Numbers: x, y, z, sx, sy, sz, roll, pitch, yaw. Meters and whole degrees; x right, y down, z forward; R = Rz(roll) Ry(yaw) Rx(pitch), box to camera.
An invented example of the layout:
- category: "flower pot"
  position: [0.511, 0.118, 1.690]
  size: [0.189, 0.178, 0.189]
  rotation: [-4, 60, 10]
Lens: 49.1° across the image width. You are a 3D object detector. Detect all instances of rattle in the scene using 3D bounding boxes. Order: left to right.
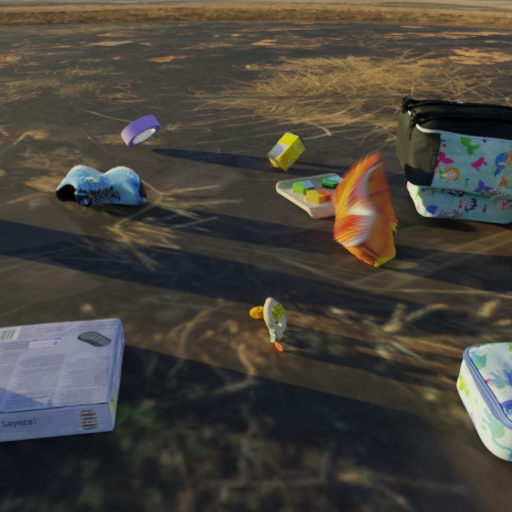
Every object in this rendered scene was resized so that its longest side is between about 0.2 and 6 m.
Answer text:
- category: "rattle"
  position: [0.115, 0.965, 7.477]
  size: [0.530, 0.483, 0.742]
  rotation: [-8, 55, 14]

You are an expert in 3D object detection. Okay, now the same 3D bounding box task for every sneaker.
- category: "sneaker"
  position: [-3.115, -1.226, 11.200]
  size: [2.108, 0.826, 0.948]
  rotation: [5, 39, 28]
- category: "sneaker"
  position: [1.968, -0.810, 9.909]
  size: [1.046, 0.990, 2.712]
  rotation: [38, 40, -20]

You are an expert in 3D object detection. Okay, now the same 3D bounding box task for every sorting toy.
- category: "sorting toy"
  position: [1.457, -1.337, 11.687]
  size: [1.590, 0.313, 1.718]
  rotation: [-11, 30, -20]

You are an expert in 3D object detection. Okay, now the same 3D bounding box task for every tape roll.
- category: "tape roll"
  position: [-2.984, -3.231, 14.512]
  size: [0.990, 0.325, 0.990]
  rotation: [-32, 1, 1]

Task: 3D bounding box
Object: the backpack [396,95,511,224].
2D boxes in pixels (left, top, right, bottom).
- category: "backpack"
  position: [4.268, -1.872, 10.651]
  size: [2.936, 2.210, 2.606]
  rotation: [-1, 26, 5]

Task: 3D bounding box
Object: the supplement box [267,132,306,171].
- category: "supplement box"
  position: [0.732, -2.492, 13.330]
  size: [0.803, 0.440, 0.437]
  rotation: [-49, 45, -12]

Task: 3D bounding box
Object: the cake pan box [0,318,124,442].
- category: "cake pan box"
  position: [-2.475, 1.384, 6.464]
  size: [1.764, 0.461, 1.625]
  rotation: [-4, 26, -8]

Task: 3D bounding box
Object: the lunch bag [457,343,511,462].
- category: "lunch bag"
  position: [3.163, 1.522, 5.966]
  size: [1.705, 0.703, 1.371]
  rotation: [-1, 31, -1]
